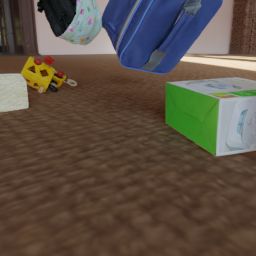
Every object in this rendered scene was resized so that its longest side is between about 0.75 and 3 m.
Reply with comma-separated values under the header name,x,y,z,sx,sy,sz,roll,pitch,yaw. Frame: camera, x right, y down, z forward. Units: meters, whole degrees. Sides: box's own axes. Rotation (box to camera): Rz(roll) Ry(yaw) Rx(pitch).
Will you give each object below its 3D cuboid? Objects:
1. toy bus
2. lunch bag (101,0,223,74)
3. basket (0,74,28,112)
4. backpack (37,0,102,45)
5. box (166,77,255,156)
name,x,y,z,sx,sy,sz,roll,pitch,yaw
toy bus,-3.542,-2.028,11.828,2.052,1.936,1.060,6,62,21
lunch bag,0.688,-2.295,5.586,1.609,2.369,1.567,-1,54,-34
basket,-4.090,-1.124,9.038,1.604,1.087,0.990,-11,23,-32
backpack,-1.780,-3.766,8.864,1.448,1.908,2.287,5,53,-42
box,2.385,-0.408,6.634,2.222,1.218,2.518,-6,18,-14
